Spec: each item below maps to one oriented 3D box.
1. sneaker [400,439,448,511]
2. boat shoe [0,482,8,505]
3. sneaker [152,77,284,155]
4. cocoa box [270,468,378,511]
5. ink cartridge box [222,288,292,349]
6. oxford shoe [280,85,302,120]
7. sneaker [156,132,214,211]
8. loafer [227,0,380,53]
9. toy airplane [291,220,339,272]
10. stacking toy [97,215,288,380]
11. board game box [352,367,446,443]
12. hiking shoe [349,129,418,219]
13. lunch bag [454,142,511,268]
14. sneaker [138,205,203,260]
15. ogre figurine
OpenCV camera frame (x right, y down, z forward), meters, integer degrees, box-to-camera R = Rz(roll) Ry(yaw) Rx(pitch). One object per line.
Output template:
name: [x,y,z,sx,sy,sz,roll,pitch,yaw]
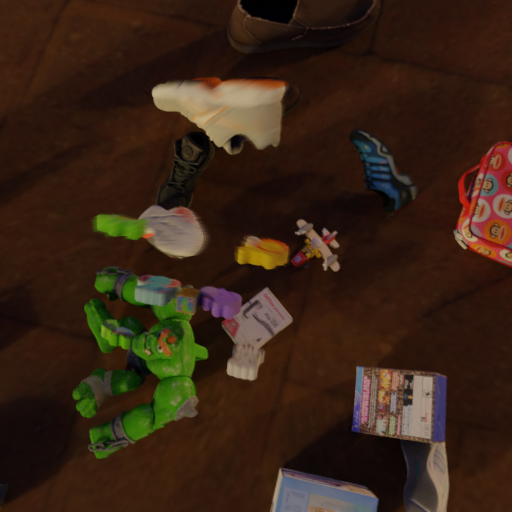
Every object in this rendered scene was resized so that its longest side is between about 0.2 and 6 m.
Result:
sneaker: [3.082,3.742,10.128,0.754,0.859,2.143,-12,52,35]
boat shoe: [-5.450,4.055,9.999,1.980,0.741,0.612,18,78,3]
sneaker: [-0.825,-2.681,10.817,3.059,1.158,1.407,14,119,37]
cocoa box: [1.121,4.472,9.703,1.674,1.099,1.117,12,76,3]
ink cartridge box: [0.017,1.282,10.810,1.135,0.481,0.827,-37,79,-12]
oxford shoe: [0.010,-3.203,11.689,2.048,0.865,0.744,-21,59,-9]
sneaker: [-1.498,-1.657,11.226,0.760,1.139,1.988,27,80,8]
loafer: [1.070,-5.241,12.048,3.433,1.219,1.254,-15,77,-4]
toy airplane: [1.220,-0.205,11.083,0.969,0.684,0.965,9,75,3]
stacking toy: [-1.187,0.653,9.644,3.197,0.751,2.411,11,114,8]
board game box: [2.559,2.643,10.010,1.463,0.708,1.166,-2,73,35]
hiking shoe: [2.426,-1.716,11.301,0.810,0.695,1.869,-40,89,-2]
lunch bag: [5.003,-1.057,11.152,2.029,0.944,2.303,23,77,6]
sneaker: [-1.455,-0.346,10.497,0.879,2.281,0.934,-48,123,-10]
ogre figurine: [-2.051,1.737,10.186,2.019,1.653,3.368,-9,49,12]
